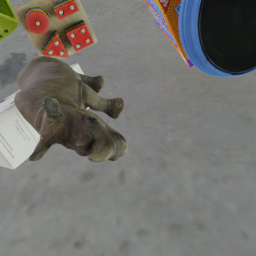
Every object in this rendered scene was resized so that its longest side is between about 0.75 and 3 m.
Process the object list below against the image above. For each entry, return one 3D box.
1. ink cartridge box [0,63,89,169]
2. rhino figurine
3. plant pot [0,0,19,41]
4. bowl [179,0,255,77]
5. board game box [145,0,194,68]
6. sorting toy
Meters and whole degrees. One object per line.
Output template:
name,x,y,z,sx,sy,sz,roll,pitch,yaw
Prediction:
ink cartridge box,-1.596,-0.239,4.612,1.319,0.768,1.822,-1,34,47
rhino figurine,-0.668,-0.223,3.056,1.086,0.742,2.483,17,17,-26
plant pot,-3.312,-2.448,6.105,1.207,1.101,1.213,8,43,-54
bowl,2.503,-2.517,6.268,2.858,2.858,0.561,-16,28,-16
board game box,1.921,-3.947,7.849,2.620,2.618,2.618,-32,50,11
sorting toy,-1.331,-1.896,5.381,1.191,1.198,0.417,-25,40,1
